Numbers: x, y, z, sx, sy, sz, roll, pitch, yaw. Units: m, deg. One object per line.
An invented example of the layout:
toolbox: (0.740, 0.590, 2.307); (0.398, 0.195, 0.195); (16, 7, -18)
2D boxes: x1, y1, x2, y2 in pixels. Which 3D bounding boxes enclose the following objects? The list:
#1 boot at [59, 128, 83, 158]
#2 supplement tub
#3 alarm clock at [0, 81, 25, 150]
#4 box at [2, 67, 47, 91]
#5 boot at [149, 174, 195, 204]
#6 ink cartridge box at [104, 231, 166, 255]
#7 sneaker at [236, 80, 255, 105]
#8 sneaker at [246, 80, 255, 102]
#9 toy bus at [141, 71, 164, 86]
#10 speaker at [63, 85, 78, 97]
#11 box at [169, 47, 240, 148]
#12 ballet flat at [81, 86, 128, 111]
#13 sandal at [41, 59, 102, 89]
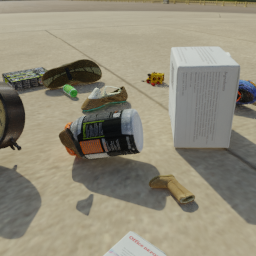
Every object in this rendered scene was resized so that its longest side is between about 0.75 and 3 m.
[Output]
boot: (-1.274, 0.377, 6.291); (0.283, 0.750, 0.276); (-31, 3, 9)
supplement tub: (-0.599, 0.177, 7.017); (1.833, 1.123, 1.123); (-7, 26, 15)
alarm clock: (-3.367, -0.558, 6.742); (1.699, 2.519, 0.838); (-14, 5, 22)
box: (-4.466, -2.243, 12.602); (1.915, 0.424, 1.534); (-19, 34, -32)
boot: (0.920, 1.310, 5.968); (0.695, 0.262, 0.794); (-12, 31, -22)
ink cartridge box: (-0.011, 2.155, 4.149); (0.753, 0.428, 1.034); (22, 35, 36)
sneaker: (3.437, -1.229, 10.312); (2.549, 0.960, 1.000); (12, 36, 39)
sneaker: (5.029, -1.202, 10.481); (0.852, 0.728, 1.933); (2, 31, -22)
toy bus: (1.177, -2.295, 12.622); (0.958, 0.495, 0.904); (-12, 30, -23)
speaker: (-2.327, -1.496, 11.256); (0.352, 0.352, 0.796); (-18, 32, -30)
box: (2.027, -0.969, 8.075); (1.531, 2.342, 2.330); (0, 27, 5)
ballet flat: (-0.856, -1.160, 10.201); (1.947, 0.704, 0.660); (-16, 26, -27)
sandal: (-2.490, -2.352, 12.393); (2.729, 1.096, 0.737); (-18, 11, -23)
